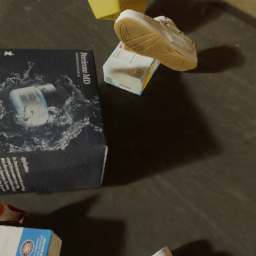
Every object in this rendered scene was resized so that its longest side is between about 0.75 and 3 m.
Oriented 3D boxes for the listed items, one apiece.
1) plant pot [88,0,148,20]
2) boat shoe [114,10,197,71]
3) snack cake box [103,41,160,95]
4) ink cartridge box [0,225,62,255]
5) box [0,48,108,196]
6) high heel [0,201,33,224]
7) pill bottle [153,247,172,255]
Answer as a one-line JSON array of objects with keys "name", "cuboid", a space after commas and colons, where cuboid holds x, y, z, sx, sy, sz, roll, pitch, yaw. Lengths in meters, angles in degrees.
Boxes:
[{"name": "plant pot", "cuboid": [-0.299, -4.088, 8.389, 1.638, 1.445, 1.638, -15, 16, -40]}, {"name": "boat shoe", "cuboid": [0.816, -2.442, 7.426, 1.020, 2.879, 0.998, -5, 74, 45]}, {"name": "snack cake box", "cuboid": [0.277, -2.099, 8.338, 1.191, 0.696, 2.072, 23, 62, 14]}, {"name": "ink cartridge box", "cuboid": [-2.886, 2.738, 5.267, 2.862, 0.963, 1.663, 4, 58, 3]}, {"name": "box", "cuboid": [-2.110, -0.225, 6.192, 2.935, 1.723, 2.886, -3, 53, -13]}, {"name": "high heel", "cuboid": [-2.432, 1.663, 5.522, 0.508, 1.058, 0.357, -7, 51, 50]}, {"name": "pill bottle", "cuboid": [0.934, 3.095, 5.084, 0.925, 0.925, 1.649, -30, 62, -17]}]
